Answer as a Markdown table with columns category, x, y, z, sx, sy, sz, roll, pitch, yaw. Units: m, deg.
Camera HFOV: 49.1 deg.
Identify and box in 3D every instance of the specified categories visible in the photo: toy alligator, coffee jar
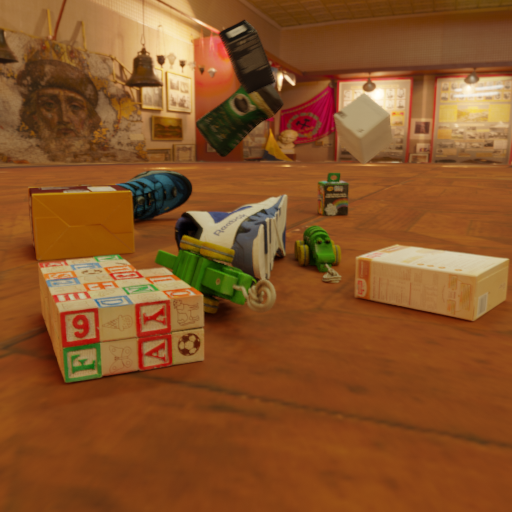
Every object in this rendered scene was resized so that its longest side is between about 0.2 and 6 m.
| category | x | y | z | sx | sy | sz | roll | pitch | yaw |
| --- | --- | --- | --- | --- | --- | --- | --- | --- | --- |
| toy alligator | 1.070 | -0.120 | 9.317 | 0.673 | 0.615 | 2.268 | -1 | 12 | -5 |
| toy alligator | -0.386 | 0.318 | 6.854 | 0.741 | 0.809 | 2.730 | 18 | -1 | -37 |
| coffee jar | -0.370 | -3.292 | 13.048 | 1.967 | 1.026 | 0.839 | -38 | -12 | 10 |

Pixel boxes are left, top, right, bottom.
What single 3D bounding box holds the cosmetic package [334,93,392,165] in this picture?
| category | x | y | z | sx | sy | sz | roll | pitch | yaw |
| --- | --- | --- | --- | --- | --- | --- | --- | --- | --- |
| cosmetic package | 1.915 | -2.258 | 9.990 | 0.707 | 0.708 | 0.858 | 50 | -4 | 28 |

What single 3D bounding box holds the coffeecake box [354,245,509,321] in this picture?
| category | x | y | z | sx | sy | sz | roll | pitch | yaw |
| --- | --- | --- | --- | --- | --- | --- | --- | --- | --- |
| coffeecake box | 2.306 | 0.298 | 7.409 | 1.603 | 0.586 | 1.231 | 10 | 16 | 39 |

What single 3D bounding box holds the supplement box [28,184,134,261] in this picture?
| category | x | y | z | sx | sy | sz | roll | pitch | yaw |
| --- | --- | --- | --- | --- | --- | --- | --- | --- | --- |
| supplement box | -3.390 | -0.708 | 10.738 | 1.732 | 1.166 | 1.756 | -5 | 13 | -23 |

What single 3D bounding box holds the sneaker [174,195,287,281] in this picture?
| category | x | y | z | sx | sy | sz | roll | pitch | yaw |
| --- | --- | --- | --- | --- | --- | --- | --- | --- | --- |
| sneaker | -0.413 | -0.410 | 9.380 | 1.665 | 1.165 | 2.883 | 5 | 14 | 12 |

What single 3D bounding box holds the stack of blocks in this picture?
| category | x | y | z | sx | sy | sz | roll | pitch | yaw |
| --- | --- | --- | --- | --- | --- | --- | --- | --- | --- |
| stack of blocks | -1.558 | 0.539 | 6.064 | 1.311 | 0.667 | 2.276 | -6 | 13 | -25 |

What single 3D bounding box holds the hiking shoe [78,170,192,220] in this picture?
| category | x | y | z | sx | sy | sz | roll | pitch | yaw |
| --- | --- | --- | --- | --- | --- | --- | --- | --- | --- |
| hiking shoe | -3.091 | -1.267 | 13.855 | 3.384 | 1.259 | 1.467 | -15 | 25 | -21 |

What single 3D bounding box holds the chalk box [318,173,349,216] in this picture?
| category | x | y | z | sx | sy | sz | roll | pitch | yaw |
| --- | --- | --- | --- | --- | --- | --- | --- | --- | --- |
| chalk box | 2.137 | -1.732 | 15.580 | 0.728 | 1.167 | 0.723 | -2 | 12 | -8 |

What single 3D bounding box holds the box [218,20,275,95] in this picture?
| category | x | y | z | sx | sy | sz | roll | pitch | yaw |
| --- | --- | --- | --- | --- | --- | --- | --- | --- | --- |
| box | -0.153 | -3.216 | 9.061 | 0.517 | 0.880 | 0.866 | -26 | 35 | 3 |
